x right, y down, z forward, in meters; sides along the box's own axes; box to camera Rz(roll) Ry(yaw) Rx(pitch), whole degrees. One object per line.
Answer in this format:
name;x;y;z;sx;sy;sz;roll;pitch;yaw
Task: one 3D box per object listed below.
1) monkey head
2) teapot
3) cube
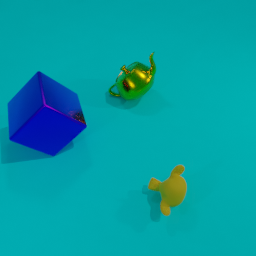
monkey head;0.804;1.243;5.756;0.758;0.635;1.053;21;74;6
teapot;0.180;-1.417;7.890;1.892;0.926;1.176;-30;26;32
cube;-1.912;-0.302;6.562;1.228;1.228;1.228;-40;48;19
